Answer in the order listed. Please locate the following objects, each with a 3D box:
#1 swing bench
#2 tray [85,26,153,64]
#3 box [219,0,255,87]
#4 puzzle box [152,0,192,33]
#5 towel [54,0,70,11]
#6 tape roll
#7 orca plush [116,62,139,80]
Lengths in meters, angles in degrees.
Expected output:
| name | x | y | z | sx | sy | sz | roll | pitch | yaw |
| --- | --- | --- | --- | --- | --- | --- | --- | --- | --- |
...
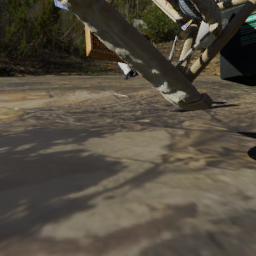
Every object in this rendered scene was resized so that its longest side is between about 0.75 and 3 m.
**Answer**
| name | x | y | z | sx | sy | sz | roll | pitch | yaw |
| --- | --- | --- | --- | --- | --- | --- | --- | --- | --- |
| swing bench | 0.518 | -2.207 | 4.686 | 2.805 | 2.820 | 1.830 | 37 | -12 | -30 |
| tray | -0.273 | -3.263 | 11.079 | 2.788 | 1.375 | 0.516 | 4 | -21 | -27 |
| box | 3.920 | -2.838 | 7.992 | 2.182 | 2.938 | 1.826 | 1 | -2 | -43 |
| puzzle box | 1.314 | -3.206 | 6.880 | 0.198 | 1.034 | 1.554 | 5 | 42 | -48 |
| towel | -1.325 | -3.173 | 5.576 | 1.225 | 1.668 | 0.199 | 31 | 54 | 35 |
| tape roll | 3.034 | -3.746 | 9.641 | 1.712 | 1.712 | 1.175 | -5 | -11 | -20 |
| orca plush | -0.110 | -3.584 | 12.696 | 1.441 | 2.739 | 0.974 | -37 | -10 | 34 |
